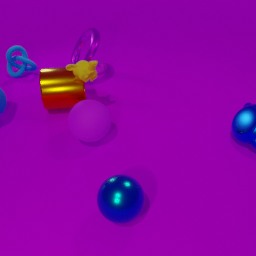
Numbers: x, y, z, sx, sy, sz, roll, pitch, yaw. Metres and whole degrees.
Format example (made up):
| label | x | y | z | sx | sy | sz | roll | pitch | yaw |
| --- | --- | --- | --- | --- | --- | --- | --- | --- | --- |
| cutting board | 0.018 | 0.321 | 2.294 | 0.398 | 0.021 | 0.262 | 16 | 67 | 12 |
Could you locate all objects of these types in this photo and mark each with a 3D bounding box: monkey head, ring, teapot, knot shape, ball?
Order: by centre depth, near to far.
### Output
| label | x | y | z | sx | sy | sz | roll | pitch | yaw |
| --- | --- | --- | --- | --- | --- | --- | --- | --- | --- |
| ball | -0.145 | 1.430 | 5.674 | 0.975 | 0.975 | 0.975 | 0 | 38 | 0 |
| ball | -1.042 | -0.194 | 7.643 | 1.157 | 1.157 | 1.157 | 0 | 38 | 0 |
| teapot | 3.473 | -0.005 | 7.669 | 0.883 | 1.121 | 1.803 | 24 | 50 | -26 |
| monkey head | -1.205 | -1.739 | 8.059 | 1.062 | 0.764 | 0.640 | -16 | 58 | -43 |
| ring | -1.566 | -2.791 | 10.225 | 0.362 | 1.810 | 1.810 | 19 | 26 | -34 |
| knot shape | -4.087 | -2.489 | 10.817 | 1.135 | 1.213 | 0.560 | 14 | 34 | -15 |
| ring | -1.422 | -2.483 | 11.434 | 1.138 | 0.228 | 1.138 | 0 | 38 | 0 |

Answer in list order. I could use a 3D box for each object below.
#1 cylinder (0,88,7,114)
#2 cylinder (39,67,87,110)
| label | x | y | z | sx | sy | sz | roll | pitch | yaw |
| --- | --- | --- | --- | --- | --- | --- | --- | --- | --- |
| cylinder | -4.346 | -0.786 | 8.280 | 1.067 | 1.067 | 1.067 | 2 | 9 | 2 |
| cylinder | -2.041 | -1.282 | 8.978 | 1.329 | 1.329 | 1.329 | -6 | 38 | -7 |
